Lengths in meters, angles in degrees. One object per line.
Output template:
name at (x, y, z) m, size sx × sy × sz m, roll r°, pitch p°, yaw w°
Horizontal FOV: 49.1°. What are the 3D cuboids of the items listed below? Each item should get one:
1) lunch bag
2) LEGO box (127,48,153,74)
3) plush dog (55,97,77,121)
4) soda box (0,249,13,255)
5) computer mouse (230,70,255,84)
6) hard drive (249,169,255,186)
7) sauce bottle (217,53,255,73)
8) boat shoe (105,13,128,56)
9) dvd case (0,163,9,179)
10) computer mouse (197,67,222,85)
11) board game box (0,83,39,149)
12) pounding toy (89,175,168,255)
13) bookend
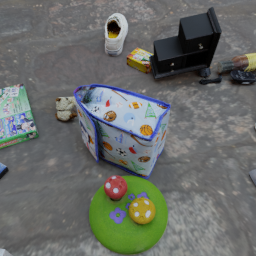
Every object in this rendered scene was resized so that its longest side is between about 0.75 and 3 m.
lunch bag at (-0.339, 0.063, 8.529) m, size 2.766 × 2.352 × 1.713 m, roll 23°, pitch 56°, yaw 15°
LEGO box at (0.620, -2.899, 12.044) m, size 1.111 × 0.429 × 0.828 m, roll 29°, pitch 58°, yaw 21°
plush dog at (-2.280, -0.674, 10.054) m, size 0.987 × 0.848 × 0.792 m, roll 0°, pitch 9°, yaw 22°
soda box at (-3.499, 3.982, 6.477) m, size 0.759 × 0.705 × 2.223 m, roll 6°, pitch 52°, yaw 5°
computer mouse at (4.921, -1.853, 11.314) m, size 1.565 × 0.360 × 1.099 m, roll -3°, pitch 53°, yaw -11°
hard drive at (4.511, 1.818, 8.409) m, size 1.069 × 0.335 × 1.585 m, roll -13°, pitch 53°, yaw -10°
sauce bottle at (4.874, -2.697, 11.695) m, size 2.312 × 0.763 × 0.763 m, roll -10°, pitch 53°, yaw -7°
boat shoe at (-0.595, -4.674, 13.043) m, size 1.058 × 1.042 × 2.984 m, roll 5°, pitch 52°, yaw 4°
dvd case at (-5.358, 1.387, 8.825) m, size 2.573 × 0.226 × 1.836 m, roll 26°, pitch 57°, yaw 18°
computer mouse at (3.396, -2.432, 11.742) m, size 1.029 × 0.337 × 1.466 m, roll -2°, pitch 52°, yaw 0°
board game box at (-4.405, -0.472, 10.176) m, size 1.752 × 0.379 × 2.604 m, roll -18°, pitch 54°, yaw -13°
pounding toy at (-0.030, 2.330, 7.362) m, size 2.251 × 1.353 × 2.916 m, roll 6°, pitch 52°, yaw 5°
bookend at (1.984, -3.021, 10.377) m, size 2.302 × 2.316 × 1.067 m, roll -12°, pitch 71°, yaw 1°
